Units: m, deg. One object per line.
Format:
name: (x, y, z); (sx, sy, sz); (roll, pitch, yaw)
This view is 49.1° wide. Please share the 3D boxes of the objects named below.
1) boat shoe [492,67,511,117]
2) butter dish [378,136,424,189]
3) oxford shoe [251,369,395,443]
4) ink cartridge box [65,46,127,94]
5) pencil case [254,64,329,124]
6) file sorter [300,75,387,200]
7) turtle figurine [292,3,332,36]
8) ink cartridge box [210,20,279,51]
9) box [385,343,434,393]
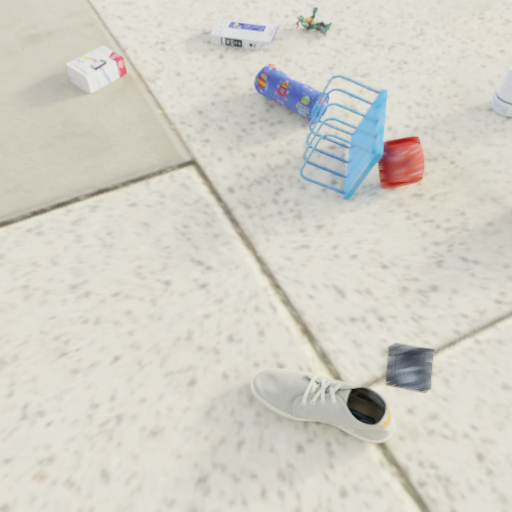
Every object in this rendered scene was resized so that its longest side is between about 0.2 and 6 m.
boat shoe: (7.290, -3.996, 13.080); (3.378, 1.128, 1.242); (-12, 52, -9)
butter dish: (3.048, -1.884, 11.384); (0.994, 0.991, 0.735); (-13, 15, -10)
oxford shoe: (1.002, 2.123, 8.418); (2.244, 0.648, 0.844); (16, 49, 16)
ink cartridge box: (-3.995, -4.675, 14.036); (0.881, 0.511, 1.194); (35, 57, 24)
pencil case: (0.846, -3.841, 13.215); (1.936, 0.756, 0.841); (37, 22, 27)
file sorter: (1.756, -2.475, 11.404); (1.231, 1.392, 2.006); (21, 53, -9)
turtle figurine: (1.530, -6.507, 15.511); (1.069, 0.538, 0.800); (27, 68, 2)
ink cartridge box: (-0.305, -5.979, 15.208); (1.732, 0.340, 0.861); (11, 52, 11)
box: (2.220, 1.610, 8.098); (0.596, 0.350, 0.586); (5, 93, 29)
